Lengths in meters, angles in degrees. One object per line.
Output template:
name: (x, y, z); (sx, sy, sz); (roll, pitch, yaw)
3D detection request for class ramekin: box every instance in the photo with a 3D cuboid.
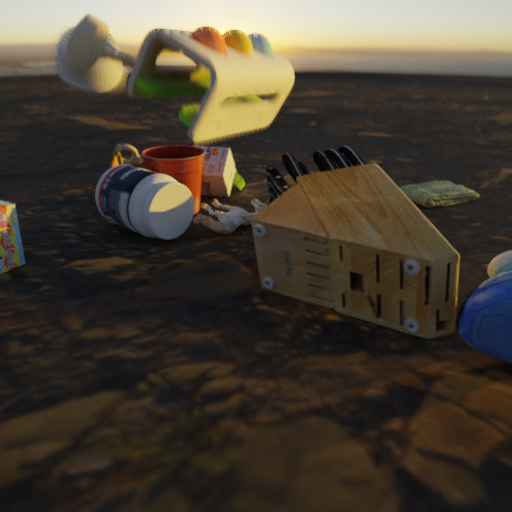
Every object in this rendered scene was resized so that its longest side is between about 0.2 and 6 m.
ramekin: (-3.063, -3.661, 10.292); (1.178, 0.618, 1.178); (6, 65, -12)

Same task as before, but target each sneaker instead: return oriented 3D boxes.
sneaker: (4.024, 1.065, 6.140); (3.522, 1.383, 1.570); (11, 23, 24)
sneaker: (4.540, 0.404, 8.546); (1.775, 0.706, 1.159); (4, 22, 11)

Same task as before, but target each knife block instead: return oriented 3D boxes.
knife block: (1.801, -0.676, 9.405); (4.173, 1.335, 3.664); (15, 40, 34)

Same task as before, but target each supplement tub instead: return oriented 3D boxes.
supplement tub: (-2.257, -1.092, 11.302); (1.824, 1.280, 1.280); (20, 30, 39)

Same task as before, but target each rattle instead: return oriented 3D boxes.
rattle: (-3.647, -2.782, 16.464); (1.121, 0.730, 0.801); (20, 27, -24)

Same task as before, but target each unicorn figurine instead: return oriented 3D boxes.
unicorn figurine: (-0.488, -0.853, 11.751); (1.188, 0.639, 1.730); (21, 44, 20)

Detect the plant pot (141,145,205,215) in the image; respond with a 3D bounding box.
plant pot: (-1.815, -1.647, 12.507); (1.407, 1.368, 1.407); (0, 23, 0)

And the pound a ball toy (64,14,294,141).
pound a ball toy: (-0.903, -2.855, 8.156); (2.031, 1.323, 3.115); (37, 28, 11)

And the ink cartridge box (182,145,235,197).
ink cartridge box: (-1.224, -2.073, 13.711); (1.236, 0.894, 0.898); (5, 62, 10)

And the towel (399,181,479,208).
towel: (4.370, -1.534, 13.593); (1.704, 0.311, 1.264); (-11, 24, -24)

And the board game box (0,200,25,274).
board game box: (-5.150, -0.106, 9.094); (1.168, 1.189, 2.267); (14, 28, 28)

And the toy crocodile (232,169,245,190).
toy crocodile: (-0.977, -2.030, 14.578); (1.588, 0.490, 0.536); (11, 61, 35)
